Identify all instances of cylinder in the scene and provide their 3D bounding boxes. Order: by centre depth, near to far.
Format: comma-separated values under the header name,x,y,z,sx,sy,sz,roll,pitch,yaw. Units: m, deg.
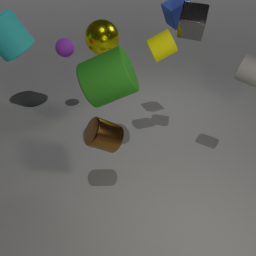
name,x,y,z,sx,sy,sz,roll,pitch,yaw
cylinder,-0.569,0.165,6.605,0.700,0.700,0.700,20,20,-31
cylinder,3.316,-1.499,7.437,0.700,0.700,0.700,30,40,21
cylinder,-0.561,-1.479,8.184,1.400,1.400,1.400,-20,29,13
cylinder,0.989,-2.409,8.205,0.700,0.700,0.700,-26,29,11
cylinder,-4.529,-3.475,10.539,1.400,1.400,1.400,-22,37,18

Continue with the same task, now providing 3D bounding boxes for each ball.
name,x,y,z,sx,sy,sz,roll,pitch,yaw
ball,-2.378,-3.025,10.553,0.700,0.700,0.700,0,31,0
ball,-1.047,-3.641,11.315,1.400,1.400,1.400,0,31,0

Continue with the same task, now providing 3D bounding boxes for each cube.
name,x,y,z,sx,sy,sz,roll,pitch,yaw
cube,1.794,-2.961,7.782,0.700,0.700,0.700,13,70,8
cube,1.565,-3.659,8.829,0.700,0.700,0.700,-30,44,0
